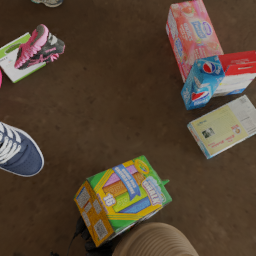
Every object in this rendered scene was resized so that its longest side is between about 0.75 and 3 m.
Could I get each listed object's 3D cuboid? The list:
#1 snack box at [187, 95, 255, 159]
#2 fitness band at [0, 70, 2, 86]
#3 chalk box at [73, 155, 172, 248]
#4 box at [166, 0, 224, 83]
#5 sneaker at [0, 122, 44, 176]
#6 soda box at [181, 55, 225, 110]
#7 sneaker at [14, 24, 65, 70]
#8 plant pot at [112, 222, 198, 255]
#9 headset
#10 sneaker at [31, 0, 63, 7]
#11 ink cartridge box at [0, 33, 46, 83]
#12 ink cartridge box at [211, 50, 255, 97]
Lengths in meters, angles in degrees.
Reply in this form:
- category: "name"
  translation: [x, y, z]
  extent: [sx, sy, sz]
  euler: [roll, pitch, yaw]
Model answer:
- category: "snack box"
  translation: [3.104, -0.052, 8.804]
  extent: [2.120, 0.393, 1.231]
  euler: [-26, 73, -8]
- category: "fitness band"
  translation: [-5.270, -1.488, 8.922]
  extent: [2.558, 0.479, 1.837]
  euler: [-15, 84, 8]
- category: "chalk box"
  translation: [0.030, 1.779, 7.382]
  extent: [2.339, 1.460, 1.450]
  euler: [-18, 66, -36]
- category: "box"
  translation: [2.164, -2.888, 9.346]
  extent: [1.123, 1.218, 2.373]
  euler: [-13, 71, -4]
- category: "sneaker"
  translation: [-2.719, 0.242, 5.603]
  extent: [0.980, 1.518, 2.797]
  euler: [-45, 119, -10]
- category: "soda box"
  translation: [2.165, -1.276, 8.357]
  extent: [0.652, 2.031, 0.689]
  euler: [-14, 72, -5]
- category: "sneaker"
  translation: [-2.189, -1.802, 6.911]
  extent: [0.837, 1.755, 0.693]
  euler: [19, 66, -39]
- category: "plant pot"
  translation: [0.965, 3.571, 6.486]
  extent: [2.687, 1.240, 2.687]
  euler: [14, 64, -31]
- category: "headset"
  translation: [-0.976, 3.011, 7.682]
  extent: [2.327, 1.093, 1.437]
  euler: [-22, 68, -23]
- category: "sneaker"
  translation: [-3.065, -4.887, 10.368]
  extent: [1.314, 0.567, 0.510]
  euler: [9, 71, 3]
- category: "ink cartridge box"
  translation: [-3.527, -2.373, 8.885]
  extent: [1.288, 1.742, 0.660]
  euler: [-34, 74, -11]
- category: "ink cartridge box"
  translation: [3.194, -1.698, 8.531]
  extent: [1.146, 1.973, 0.664]
  euler: [-8, 71, -3]
